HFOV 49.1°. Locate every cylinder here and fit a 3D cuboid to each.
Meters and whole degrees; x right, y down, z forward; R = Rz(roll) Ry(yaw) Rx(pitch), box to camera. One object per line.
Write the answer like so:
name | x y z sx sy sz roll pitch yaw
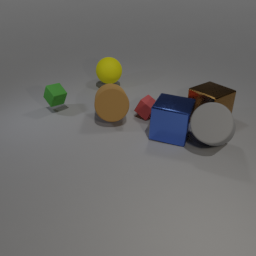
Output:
cylinder | 3.011 -0.089 9.856 1.400 1.400 1.400 15 -1 24
cylinder | -0.701 -1.092 11.784 1.400 1.400 1.400 -3 16 -5

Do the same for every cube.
cube | 1.695 -0.345 10.730 1.400 1.400 1.400 13 33 17
cube | -3.243 -1.475 12.477 0.700 0.700 0.700 -23 64 -40
cube | 0.834 -0.895 12.191 0.700 0.700 0.700 41 41 10
cube | 3.490 -1.004 11.919 1.400 1.400 1.400 -21 36 -31

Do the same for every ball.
ball | -1.016 -3.071 14.981 1.400 1.400 1.400 0 30 0
